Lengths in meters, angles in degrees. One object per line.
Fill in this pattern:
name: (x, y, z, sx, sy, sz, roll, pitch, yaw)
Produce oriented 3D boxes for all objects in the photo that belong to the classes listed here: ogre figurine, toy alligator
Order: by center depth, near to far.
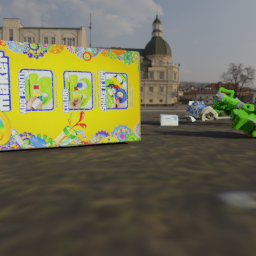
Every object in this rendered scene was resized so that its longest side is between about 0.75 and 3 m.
toy alligator: (2.790, -0.087, 5.947, 2.678, 0.794, 0.727, -2, 45, -19)
ogre figurine: (3.755, -0.767, 10.242, 1.337, 1.094, 2.230, 31, 23, 15)

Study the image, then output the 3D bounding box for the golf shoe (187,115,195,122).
golf shoe: (2.800, -0.398, 12.345, 0.372, 0.300, 0.766, 6, 6, 6)

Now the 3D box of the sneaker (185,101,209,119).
sneaker: (3.833, -0.970, 15.145, 0.958, 0.975, 2.531, 0, 5, -19)

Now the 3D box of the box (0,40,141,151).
box: (-1.515, -0.566, 5.652, 2.618, 1.658, 2.718, -3, 5, -26)

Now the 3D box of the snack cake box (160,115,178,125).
snack cake box: (1.531, -0.307, 10.574, 0.614, 0.359, 1.067, -1, 5, 4)
